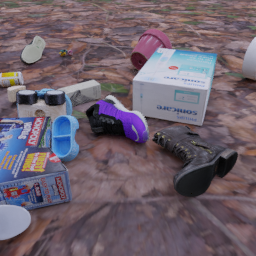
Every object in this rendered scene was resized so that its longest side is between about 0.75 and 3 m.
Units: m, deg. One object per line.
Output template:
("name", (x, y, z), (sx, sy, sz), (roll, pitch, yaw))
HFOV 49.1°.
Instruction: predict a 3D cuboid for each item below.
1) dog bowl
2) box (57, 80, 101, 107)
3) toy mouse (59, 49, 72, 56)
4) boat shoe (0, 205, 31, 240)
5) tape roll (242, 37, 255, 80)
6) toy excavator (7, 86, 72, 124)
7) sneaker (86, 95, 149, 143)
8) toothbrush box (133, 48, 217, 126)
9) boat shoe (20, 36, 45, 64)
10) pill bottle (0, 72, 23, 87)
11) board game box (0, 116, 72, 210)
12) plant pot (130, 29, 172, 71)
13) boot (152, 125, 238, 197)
("dog bowl", (-1.556, 0.223, 6.840), (0.647, 0.288, 1.161), (-6, 76, 14))
("box", (-1.613, -1.139, 9.374), (1.391, 0.572, 0.476), (-22, 40, -28))
("toy mouse", (-2.980, -3.669, 13.635), (0.880, 0.170, 0.782), (11, 35, 16))
("boat shoe", (-2.564, 1.698, 4.849), (1.646, 0.538, 0.606), (-2, 76, -24))
("tape roll", (5.031, -2.669, 10.765), (0.571, 1.634, 1.634), (26, 41, 35))
("toy excavator", (-2.758, -0.743, 8.465), (2.280, 1.171, 2.345), (2, 20, -1))
("sneaker", (-0.407, -0.092, 7.633), (1.163, 0.813, 2.338), (-23, 35, -25))
("toothbrush box", (1.613, -1.494, 9.226), (2.182, 1.271, 2.980), (11, 37, 17))
("boat shoe", (-4.511, -3.514, 13.092), (0.741, 0.787, 2.192), (-30, 32, 26))
("pill bottle", (-4.430, -1.807, 10.451), (0.927, 0.506, 0.506), (-6, 33, -9))
("board game box", (-2.564, 0.805, 6.074), (2.806, 0.866, 2.807), (-1, 33, -2))
("plant pot", (0.871, -3.127, 11.740), (1.541, 1.541, 1.380), (22, 54, 30))
("boot", (1.273, 0.613, 6.608), (2.180, 0.755, 1.898), (-16, 34, -38))
